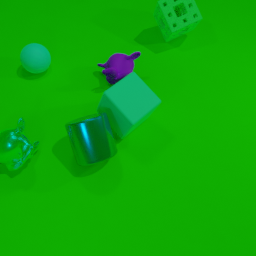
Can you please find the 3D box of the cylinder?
[{"bbox_3d":[-0.893,0.253,6.889,1.054,1.054,1.054,-15,10,3],"label":"cylinder"}]

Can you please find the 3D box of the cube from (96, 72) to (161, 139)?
[{"bbox_3d":[-0.010,-0.582,7.470,1.099,1.099,1.099,-40,84,-27],"label":"cube"}]

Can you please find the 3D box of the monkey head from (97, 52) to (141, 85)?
[{"bbox_3d":[-0.366,-1.893,8.624,1.565,1.126,0.943,-10,78,28],"label":"monkey head"}]

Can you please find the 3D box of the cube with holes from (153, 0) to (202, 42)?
[{"bbox_3d":[1.695,-3.896,9.786,1.133,1.133,1.133,-25,92,-2],"label":"cube with holes"}]

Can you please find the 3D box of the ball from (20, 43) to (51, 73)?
[{"bbox_3d":[-2.976,-2.237,9.025,0.938,0.938,0.938,0,53,0],"label":"ball"}]

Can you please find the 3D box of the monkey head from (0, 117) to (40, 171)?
[{"bbox_3d":[-2.775,0.420,6.925,0.973,1.615,1.162,47,21,-6],"label":"monkey head"}]
